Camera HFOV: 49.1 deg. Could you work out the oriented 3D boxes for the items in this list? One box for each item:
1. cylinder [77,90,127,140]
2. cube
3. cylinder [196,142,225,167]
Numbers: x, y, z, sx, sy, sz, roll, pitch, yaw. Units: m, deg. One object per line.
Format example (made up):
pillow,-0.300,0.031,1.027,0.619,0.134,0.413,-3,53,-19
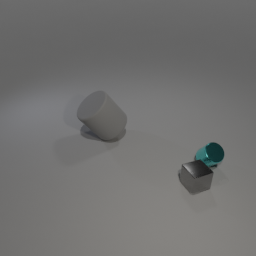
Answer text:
cylinder,-0.974,-0.465,10.659,1.400,1.400,1.400,-24,42,24
cube,2.106,1.508,8.657,0.700,0.700,0.700,-13,34,-20
cylinder,2.738,0.906,9.375,0.700,0.700,0.700,5,69,-12
